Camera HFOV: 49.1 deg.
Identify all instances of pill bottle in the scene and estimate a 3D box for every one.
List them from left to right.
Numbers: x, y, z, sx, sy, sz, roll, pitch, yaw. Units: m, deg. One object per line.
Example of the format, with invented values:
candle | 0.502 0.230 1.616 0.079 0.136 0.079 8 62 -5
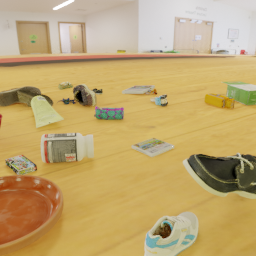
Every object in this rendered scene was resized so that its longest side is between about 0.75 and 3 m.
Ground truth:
pill bottle | -1.823 0.594 8.556 1.520 0.880 0.880 -2 19 -9

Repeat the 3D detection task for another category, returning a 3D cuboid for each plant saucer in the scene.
plant saucer | -2.680 1.785 5.885 2.606 0.421 2.606 -1 19 0

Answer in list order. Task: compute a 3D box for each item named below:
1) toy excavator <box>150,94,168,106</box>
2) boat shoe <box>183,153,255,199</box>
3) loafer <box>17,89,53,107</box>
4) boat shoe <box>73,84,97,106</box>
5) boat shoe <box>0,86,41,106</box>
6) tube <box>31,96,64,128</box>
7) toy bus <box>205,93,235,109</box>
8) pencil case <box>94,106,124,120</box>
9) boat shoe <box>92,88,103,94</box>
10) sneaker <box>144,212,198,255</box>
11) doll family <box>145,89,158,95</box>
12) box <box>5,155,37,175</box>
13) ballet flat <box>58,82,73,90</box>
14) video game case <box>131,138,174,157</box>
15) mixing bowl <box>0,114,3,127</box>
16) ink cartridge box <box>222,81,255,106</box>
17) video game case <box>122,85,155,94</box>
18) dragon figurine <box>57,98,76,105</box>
toy excavator | 1.625 -1.510 15.201 1.078 0.539 1.049 -2 16 22
boat shoe | 2.242 0.868 6.050 2.838 0.960 1.019 15 32 -39
loafer | -4.843 -1.431 14.684 2.049 0.691 0.779 22 29 13
boat shoe | -2.559 -1.814 15.354 0.851 0.944 2.626 -6 26 -31
boat shoe | -6.063 -1.825 15.391 2.524 0.956 0.906 -13 22 -37
tube | -3.808 -0.699 12.633 0.775 0.866 2.984 33 3 -34
toy bus | 4.838 -1.426 14.811 0.634 0.527 1.619 -9 21 -25
pencil case | -0.834 -0.680 12.542 1.314 0.607 0.559 1 49 0
boat shoe | -2.071 -2.356 17.726 1.088 0.368 0.391 9 23 27
sneaker | 0.880 1.917 5.235 0.562 0.593 1.468 14 23 39
doll family | 1.477 -2.272 17.446 0.826 0.372 0.513 -9 19 -18
box | -3.150 1.082 8.229 0.547 0.173 0.995 -17 25 -40
ballet flat | -4.276 -2.974 19.356 0.469 0.469 1.326 13 23 33
video game case | 0.850 0.642 9.565 1.096 0.125 0.997 -17 26 -38
mixing bowl | -5.213 0.191 9.433 1.946 1.054 1.946 0 20 0
ink cartridge box | 6.670 -2.058 16.145 1.445 0.825 2.783 -5 20 -14
video game case | 0.713 -2.517 18.270 1.483 0.187 2.071 3 19 25
dragon figurine | -3.361 -1.448 15.225 1.010 0.297 0.502 -6 20 -19
